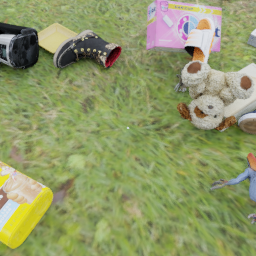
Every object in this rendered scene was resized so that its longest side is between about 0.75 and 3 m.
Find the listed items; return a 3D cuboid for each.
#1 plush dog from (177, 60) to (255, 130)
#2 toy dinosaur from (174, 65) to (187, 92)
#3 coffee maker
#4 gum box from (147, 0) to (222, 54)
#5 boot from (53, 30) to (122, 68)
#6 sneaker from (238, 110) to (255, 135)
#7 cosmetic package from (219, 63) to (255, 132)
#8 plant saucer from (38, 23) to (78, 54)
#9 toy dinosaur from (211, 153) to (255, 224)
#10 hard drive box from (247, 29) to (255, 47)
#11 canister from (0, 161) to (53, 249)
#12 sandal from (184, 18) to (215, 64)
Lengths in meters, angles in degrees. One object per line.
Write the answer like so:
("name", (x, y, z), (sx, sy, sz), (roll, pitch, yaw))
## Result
("plush dog", (2.158, -0.751, 7.515), (1.856, 1.489, 1.594), (17, 91, 3))
("toy dinosaur", (2.077, -1.906, 9.338), (0.854, 0.643, 1.669), (-2, 40, 27))
("coffee maker", (-4.279, -3.067, 9.692), (2.256, 1.519, 2.167), (16, 54, 10))
("gum box", (1.922, -3.270, 9.298), (2.485, 0.822, 1.410), (0, 97, -17))
("boot", (-1.381, -2.584, 9.815), (1.611, 0.783, 2.140), (28, 52, 20))
("sneaker", (4.215, -0.567, 8.227), (2.393, 0.839, 1.298), (-2, 58, -10))
("cosmetic package", (3.305, -0.950, 8.478), (2.169, 0.793, 1.123), (-32, 60, -15))
("plant saucer", (-2.749, -3.317, 10.612), (1.356, 0.328, 1.356), (33, 59, 22))
("toy dinosaur", (3.195, 1.273, 6.311), (1.314, 2.502, 2.270), (31, 47, -11))
("hard drive box", (5.282, -3.328, 10.536), (1.173, 0.450, 0.914), (36, 61, 23))
("canister", (-3.047, 1.630, 6.598), (2.093, 0.906, 1.554), (24, 57, 15))
("sandal", (2.058, -2.320, 8.477), (0.626, 0.837, 2.185), (9, 89, -23))
